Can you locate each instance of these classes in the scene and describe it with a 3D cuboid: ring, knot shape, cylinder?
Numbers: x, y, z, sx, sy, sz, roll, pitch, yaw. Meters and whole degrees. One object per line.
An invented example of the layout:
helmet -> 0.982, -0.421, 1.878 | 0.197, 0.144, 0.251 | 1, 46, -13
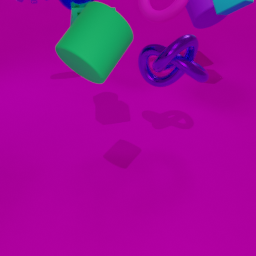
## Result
ring -> 1.062, -4.038, 8.351 | 1.788, 1.788, 0.358 | 30, 17, 33
knot shape -> 0.999, -1.440, 6.033 | 1.625, 1.520, 0.751 | 6, 78, 5
cylinder -> -0.433, -1.098, 3.680 | 0.750, 0.750, 0.750 | 27, 78, 30
cylinder -> 2.604, -4.287, 9.438 | 1.314, 1.314, 1.314 | -14, 78, -18

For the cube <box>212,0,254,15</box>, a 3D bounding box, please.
cube -> 2.782, -3.595, 7.541 | 0.785, 0.785, 0.785 | -14, 7, 43

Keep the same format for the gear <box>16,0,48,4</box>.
gear -> -2.514, -3.882, 7.177 | 1.565, 1.565, 0.289 | -10, 73, -13

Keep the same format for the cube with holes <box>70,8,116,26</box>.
cube with holes -> -0.721, -1.907, 5.951 | 0.877, 0.877, 0.877 | -7, -6, -15

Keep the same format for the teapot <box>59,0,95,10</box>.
teapot -> -1.091, -2.839, 5.737 | 0.714, 1.459, 0.907 | 28, 84, 44
